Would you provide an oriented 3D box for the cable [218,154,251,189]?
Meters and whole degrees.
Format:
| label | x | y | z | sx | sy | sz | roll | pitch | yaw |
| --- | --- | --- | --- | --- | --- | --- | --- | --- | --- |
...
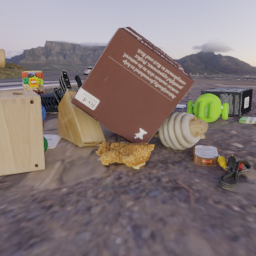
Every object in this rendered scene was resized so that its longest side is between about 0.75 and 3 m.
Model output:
| label | x | y | z | sx | sy | sz | roll | pitch | yaw |
| --- | --- | --- | --- | --- | --- | --- | --- | --- | --- |
| cable | 2.353 | 1.030 | 6.234 | 0.732 | 0.379 | 1.506 | 20 | 29 | 11 |

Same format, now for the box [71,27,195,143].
| label | x | y | z | sx | sy | sz | roll | pitch | yaw |
| --- | --- | --- | --- | --- | --- | --- | --- | --- | --- |
| box | 0.201 | -1.409 | 8.753 | 2.482 | 2.457 | 2.992 | 34 | 19 | -8 |

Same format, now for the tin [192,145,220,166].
| label | x | y | z | sx | sy | sz | roll | pitch | yaw |
| --- | --- | --- | --- | --- | --- | --- | --- | --- | --- |
| tin | 2.086 | 0.712 | 7.469 | 0.696 | 0.260 | 1.244 | 7 | 14 | 13 |

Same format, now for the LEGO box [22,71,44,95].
| label | x | y | z | sx | sy | sz | roll | pitch | yaw |
| --- | --- | --- | --- | --- | --- | --- | --- | --- | --- |
| LEGO box | -5.558 | -2.283 | 16.559 | 1.094 | 2.111 | 2.835 | -4 | 13 | -17 |

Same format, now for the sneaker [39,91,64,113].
| label | x | y | z | sx | sy | sz | roll | pitch | yaw |
| --- | --- | --- | --- | --- | --- | --- | --- | --- | --- |
| sneaker | -4.022 | -1.203 | 13.526 | 2.955 | 1.123 | 2.135 | -11 | 3 | -5 |

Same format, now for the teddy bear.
| label | x | y | z | sx | sy | sz | roll | pitch | yaw |
| --- | --- | --- | --- | --- | --- | --- | --- | --- | --- |
| teddy bear | -0.072 | 0.667 | 7.140 | 1.840 | 0.614 | 1.334 | 1 | 3 | 41 |

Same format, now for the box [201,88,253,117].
| label | x | y | z | sx | sy | sz | roll | pitch | yaw |
| --- | --- | --- | --- | --- | --- | --- | --- | --- | --- |
| box | 5.089 | -1.386 | 14.453 | 2.043 | 1.269 | 2.059 | 10 | 16 | 37 |

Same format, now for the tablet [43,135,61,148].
| label | x | y | z | sx | sy | sz | roll | pitch | yaw |
| --- | --- | --- | --- | --- | --- | --- | --- | --- | --- |
| tablet | -2.731 | 0.420 | 9.067 | 0.983 | 0.103 | 1.512 | -1 | 13 | -4 |

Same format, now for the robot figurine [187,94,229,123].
| label | x | y | z | sx | sy | sz | roll | pitch | yaw |
| --- | --- | --- | --- | --- | --- | --- | --- | --- | --- |
| robot figurine | 3.587 | -0.927 | 12.629 | 1.808 | 1.192 | 2.061 | 3 | 13 | 16 |

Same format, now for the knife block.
| label | x | y | z | sx | sy | sz | roll | pitch | yaw |
| --- | --- | --- | --- | --- | --- | --- | --- | --- | --- |
| knife block | -1.650 | -0.718 | 9.130 | 0.813 | 2.231 | 2.541 | -2 | 12 | -37 |

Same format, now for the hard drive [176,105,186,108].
| label | x | y | z | sx | sy | sz | roll | pitch | yaw |
| --- | --- | --- | --- | --- | --- | --- | --- | --- | --- |
| hard drive | 2.846 | -1.304 | 16.721 | 1.077 | 0.137 | 0.710 | 6 | 14 | 26 |

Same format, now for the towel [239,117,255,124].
| label | x | y | z | sx | sy | sz | roll | pitch | yaw |
| --- | --- | --- | --- | --- | --- | --- | --- | --- | --- |
| towel | 5.655 | -0.297 | 12.181 | 1.454 | 0.223 | 1.085 | 5 | 11 | 30 |

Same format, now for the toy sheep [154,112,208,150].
| label | x | y | z | sx | sy | sz | roll | pitch | yaw |
| --- | --- | --- | --- | --- | --- | --- | --- | --- | --- |
| toy sheep | 1.512 | 0.101 | 8.276 | 1.785 | 1.230 | 1.230 | -18 | -2 | 39 |

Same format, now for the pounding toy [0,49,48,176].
| label | x | y | z | sx | sy | sz | roll | pitch | yaw |
| --- | --- | --- | --- | --- | --- | --- | --- | --- | --- |
| pounding toy | -2.895 | -0.600 | 7.262 | 1.304 | 2.851 | 2.504 | -5 | 13 | -23 |
